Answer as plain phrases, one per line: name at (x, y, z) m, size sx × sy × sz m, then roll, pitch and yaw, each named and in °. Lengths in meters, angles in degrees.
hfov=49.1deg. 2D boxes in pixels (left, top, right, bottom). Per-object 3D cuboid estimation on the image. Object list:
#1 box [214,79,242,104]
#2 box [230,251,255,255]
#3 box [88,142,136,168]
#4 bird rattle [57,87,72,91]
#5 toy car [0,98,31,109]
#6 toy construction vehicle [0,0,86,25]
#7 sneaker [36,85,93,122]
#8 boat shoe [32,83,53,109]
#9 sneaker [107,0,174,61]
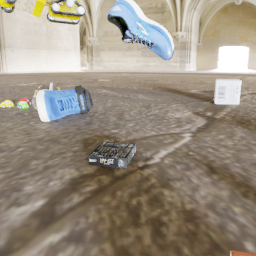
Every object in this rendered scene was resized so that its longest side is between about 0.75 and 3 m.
box at (4.538, -1.675, 12.817) m, size 1.088 × 1.083 × 0.932 m, roll 3°, pitch 14°, yaw 14°
box at (0.982, 1.386, 1.201) m, size 0.948 × 0.743 × 1.524 m, roll 3°, pitch 14°, yaw 12°
box at (-0.294, 0.524, 5.775) m, size 0.771 × 0.210 × 0.963 m, roll 3°, pitch 14°, yaw 12°
bird rattle at (-3.194, -1.702, 14.536) m, size 1.057 × 0.595 × 0.862 m, roll 7°, pitch 20°, yaw -32°
toy car at (-4.571, -1.034, 11.847) m, size 1.359 × 0.303 × 1.279 m, roll -13°, pitch 19°, yaw -41°
toy construction vehicle at (-1.911, -2.948, 5.533) m, size 2.427 × 0.855 × 2.113 m, roll -3°, pitch -2°, yaw -24°
sneaker at (-2.056, -0.901, 9.684) m, size 1.565 × 1.080 × 2.814 m, roll -8°, pitch 7°, yaw 1°
boat shoe at (-3.604, -1.370, 11.926) m, size 0.810 × 0.977 × 2.721 m, roll 0°, pitch 19°, yaw -16°
sneaker at (0.406, -3.291, 9.980) m, size 2.786 × 1.242 × 1.094 m, roll 39°, pitch -20°, yaw -1°
